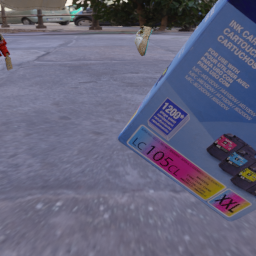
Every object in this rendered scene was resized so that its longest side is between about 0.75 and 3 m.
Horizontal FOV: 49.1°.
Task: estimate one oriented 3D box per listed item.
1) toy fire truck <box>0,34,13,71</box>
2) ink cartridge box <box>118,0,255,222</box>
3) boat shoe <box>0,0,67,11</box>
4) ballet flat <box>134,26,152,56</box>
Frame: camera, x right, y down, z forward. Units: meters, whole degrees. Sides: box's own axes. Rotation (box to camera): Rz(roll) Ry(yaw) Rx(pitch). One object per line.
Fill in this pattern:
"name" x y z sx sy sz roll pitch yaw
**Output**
"toy fire truck" -3.181 -1.748 6.755 0.732 0.831 0.535 -34 17 -17
"ink cartridge box" 1.048 -0.294 2.224 1.409 2.066 0.789 36 39 -3
"boat shoe" -2.156 -2.846 5.643 0.669 0.775 2.133 37 28 18
"ballet flat" 0.372 -2.378 7.600 0.392 0.423 1.200 21 46 -9
